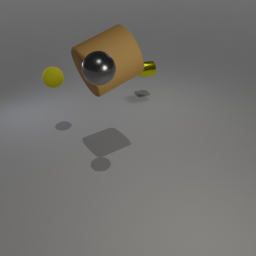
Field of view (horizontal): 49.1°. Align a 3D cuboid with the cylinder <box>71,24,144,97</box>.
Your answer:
[{"bbox_3d":[-0.533,-1.743,7.303,1.400,1.400,1.400,-32,39,-13],"label":"cylinder"}]

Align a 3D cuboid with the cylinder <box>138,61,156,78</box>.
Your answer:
[{"bbox_3d":[0.863,-2.771,13.197,0.700,0.700,0.700,-12,33,-19],"label":"cylinder"}]

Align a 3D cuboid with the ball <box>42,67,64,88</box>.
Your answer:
[{"bbox_3d":[-2.490,-1.680,9.312,0.700,0.700,0.700,0,30,0],"label":"ball"}]

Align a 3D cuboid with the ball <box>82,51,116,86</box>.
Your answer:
[{"bbox_3d":[-0.598,-1.226,5.759,0.700,0.700,0.700,0,30,0],"label":"ball"}]
